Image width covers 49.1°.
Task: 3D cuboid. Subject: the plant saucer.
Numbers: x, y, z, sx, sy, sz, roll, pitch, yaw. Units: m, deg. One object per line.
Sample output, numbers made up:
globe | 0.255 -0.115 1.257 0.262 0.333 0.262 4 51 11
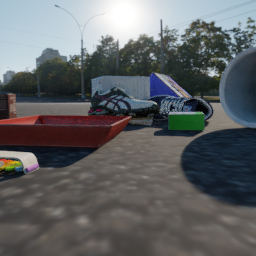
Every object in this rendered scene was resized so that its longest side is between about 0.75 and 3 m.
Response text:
plant saucer | -1.258 0.019 5.748 2.387 0.439 2.392 1 5 9

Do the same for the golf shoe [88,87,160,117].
golf shoe | -0.195 -0.857 9.372 2.630 1.158 1.015 1 -9 28

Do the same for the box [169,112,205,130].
box | 1.585 -0.192 7.661 0.931 0.450 0.821 0 8 11

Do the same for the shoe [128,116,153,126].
shoe | 0.286 -0.209 8.769 1.016 0.271 0.355 0 14 26

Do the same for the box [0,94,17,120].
box | -4.120 -0.617 9.025 0.805 0.981 0.814 -1 6 -5

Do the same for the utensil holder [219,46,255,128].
utensil holder | 4.464 -1.112 8.327 2.625 2.230 2.230 -1 5 -34

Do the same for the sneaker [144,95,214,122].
sneaker | 1.670 -0.685 9.867 2.708 0.949 1.469 4 5 11

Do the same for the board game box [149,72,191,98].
board game box | 1.770 -1.507 12.758 1.769 1.075 2.219 45 22 14

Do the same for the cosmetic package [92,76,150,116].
cosmetic package | -0.319 -1.209 11.320 1.988 1.663 1.653 -2 7 -21

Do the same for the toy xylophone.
toy xylophone | -1.474 0.407 3.270 0.765 0.192 0.560 3 7 23
